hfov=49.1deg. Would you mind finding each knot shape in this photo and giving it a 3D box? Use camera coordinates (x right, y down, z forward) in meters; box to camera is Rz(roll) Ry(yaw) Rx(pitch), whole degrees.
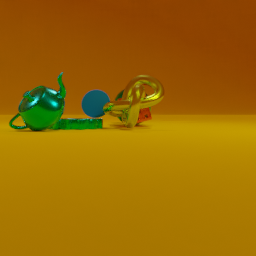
[{"bbox_3d":[0.139,-0.671,7.493,1.778,0.822,1.664,-35,18,13],"label":"knot shape"}]

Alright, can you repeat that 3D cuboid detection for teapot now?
[{"bbox_3d":[-2.059,-0.568,6.643,0.893,1.824,1.134,48,4,-39],"label":"teapot"}]

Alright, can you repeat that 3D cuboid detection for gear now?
[{"bbox_3d":[-1.449,-0.124,7.822,1.478,0.273,1.478,0,3,0],"label":"gear"}]

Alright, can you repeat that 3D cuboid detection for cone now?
[{"bbox_3d":[-1.051,-0.845,8.593,0.858,0.858,0.861,-1,20,-17],"label":"cone"}]

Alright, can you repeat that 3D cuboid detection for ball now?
[{"bbox_3d":[0.161,-0.795,10.248,1.380,1.380,1.380,0,3,0],"label":"ball"}]

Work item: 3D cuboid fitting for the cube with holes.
[{"bbox_3d":[0.191,-0.600,9.119,0.877,0.877,0.877,-15,3,-3],"label":"cube with holes"}]
